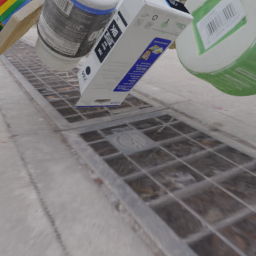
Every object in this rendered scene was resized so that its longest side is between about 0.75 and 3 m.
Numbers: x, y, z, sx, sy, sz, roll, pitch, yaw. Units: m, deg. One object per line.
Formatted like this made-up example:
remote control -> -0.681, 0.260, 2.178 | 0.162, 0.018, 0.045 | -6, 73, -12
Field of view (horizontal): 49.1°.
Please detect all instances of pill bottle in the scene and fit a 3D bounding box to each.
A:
pill bottle -> -1.406, -2.733, 7.099 | 1.551, 1.551, 2.727 | -19, -13, -36

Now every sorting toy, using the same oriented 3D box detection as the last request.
sorting toy -> -3.247, -3.142, 7.921 | 2.335, 0.812, 2.321 | -26, 29, 40

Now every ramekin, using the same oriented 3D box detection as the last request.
ramekin -> 2.453, -2.287, 6.420 | 1.422, 2.911, 2.911 | 10, 15, -35

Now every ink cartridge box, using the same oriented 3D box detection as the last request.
ink cartridge box -> -0.067, -1.425, 5.685 | 1.359, 2.733, 0.536 | -6, 60, -44

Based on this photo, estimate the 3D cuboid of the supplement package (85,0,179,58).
supplement package -> 0.168, -3.411, 8.988 | 1.606, 2.256, 2.897 | 34, 55, 8

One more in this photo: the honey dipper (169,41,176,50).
honey dipper -> 2.129, -1.906, 8.034 | 2.575, 0.489, 0.489 | 18, 13, -30
